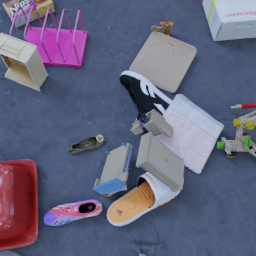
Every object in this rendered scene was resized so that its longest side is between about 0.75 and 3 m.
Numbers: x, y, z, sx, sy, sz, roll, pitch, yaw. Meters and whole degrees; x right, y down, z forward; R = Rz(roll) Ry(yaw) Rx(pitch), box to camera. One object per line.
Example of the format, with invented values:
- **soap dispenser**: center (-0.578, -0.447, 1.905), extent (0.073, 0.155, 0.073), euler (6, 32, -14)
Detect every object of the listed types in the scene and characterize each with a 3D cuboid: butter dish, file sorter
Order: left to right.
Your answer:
- **butter dish**: center (-4.527, 2.277, 8.788), extent (2.948, 2.185, 2.956), euler (-7, 67, -4)
- **file sorter**: center (-3.245, -3.877, 11.688), extent (2.685, 1.684, 1.866), euler (5, 67, 2)

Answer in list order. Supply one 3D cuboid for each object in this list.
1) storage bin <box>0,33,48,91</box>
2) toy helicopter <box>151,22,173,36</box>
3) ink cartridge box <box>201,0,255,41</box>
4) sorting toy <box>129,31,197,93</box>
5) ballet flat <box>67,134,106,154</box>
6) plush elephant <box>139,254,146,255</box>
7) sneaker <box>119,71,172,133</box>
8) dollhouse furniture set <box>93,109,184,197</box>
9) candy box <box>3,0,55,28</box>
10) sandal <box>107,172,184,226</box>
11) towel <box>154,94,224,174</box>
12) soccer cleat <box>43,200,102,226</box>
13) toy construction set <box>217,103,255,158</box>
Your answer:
- **storage bin**: center (-4.323, -2.598, 11.044), extent (1.860, 1.873, 0.878), euler (22, 67, 9)
- **toy helicopter**: center (1.513, -4.394, 12.304), extent (1.081, 0.715, 0.426), euler (-7, 65, -27)
- **ink cartridge box**: center (4.686, -5.527, 12.619), extent (2.171, 1.248, 2.992), euler (-6, 67, -3)
- **sorting toy**: center (1.491, -2.815, 11.967), extent (2.190, 0.431, 2.366), euler (26, 74, 11)
- **ballet flat**: center (-1.568, 0.594, 10.504), extent (1.508, 0.349, 0.508), euler (-17, 68, -7)
- **plush elephant**: center (0.533, 4.387, 8.720), extent (0.799, 0.850, 1.032), euler (6, 100, -35)
- **sneaker**: center (0.488, -0.881, 10.734), extent (2.939, 1.074, 1.644), euler (37, 71, 13)
- **dollhouse furniture set**: center (0.372, 1.212, 9.817), extent (1.723, 2.640, 2.492), euler (39, 43, -26)
- **candy box**: center (-4.601, -5.624, 13.041), extent (2.028, 0.573, 1.183), euler (-28, 69, -13)
- **sandal**: center (0.644, 2.174, 9.399), extent (3.067, 0.879, 1.175), euler (-33, 58, -16)
- **towel**: center (2.190, 0.186, 10.194), extent (2.256, 0.364, 2.154), euler (35, 76, -7)
- **soccer cleat**: center (-1.877, 2.787, 9.360), extent (1.995, 0.730, 0.680), euler (-11, 67, -5)
- **toy construction set**: center (4.108, 0.040, 10.156), extent (1.783, 1.935, 2.320), euler (-4, 45, 9)
